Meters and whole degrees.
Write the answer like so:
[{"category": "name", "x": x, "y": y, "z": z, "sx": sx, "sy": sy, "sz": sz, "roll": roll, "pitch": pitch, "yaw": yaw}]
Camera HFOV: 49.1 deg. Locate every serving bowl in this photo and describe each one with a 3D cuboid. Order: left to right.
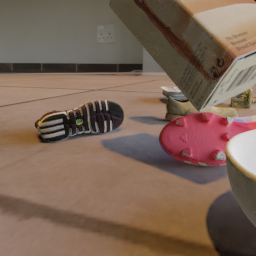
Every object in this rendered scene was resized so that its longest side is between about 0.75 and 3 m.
[{"category": "serving bowl", "x": 2.381, "y": 0.742, "z": 2.586, "sx": 2.881, "sy": 0.947, "sz": 2.881, "roll": 0, "pitch": 13, "yaw": 0}]

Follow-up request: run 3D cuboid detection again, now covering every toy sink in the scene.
[{"category": "toy sink", "x": 4.549, "y": -1.244, "z": 11.345, "sx": 0.658, "sy": 0.766, "sz": 1.175, "roll": 3, "pitch": 15, "yaw": 12}]

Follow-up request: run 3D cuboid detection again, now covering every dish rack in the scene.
[{"category": "dish rack", "x": 2.952, "y": -1.529, "z": 12.898, "sx": 2.774, "sy": 0.604, "sz": 2.381, "roll": -1, "pitch": 13, "yaw": -2}]

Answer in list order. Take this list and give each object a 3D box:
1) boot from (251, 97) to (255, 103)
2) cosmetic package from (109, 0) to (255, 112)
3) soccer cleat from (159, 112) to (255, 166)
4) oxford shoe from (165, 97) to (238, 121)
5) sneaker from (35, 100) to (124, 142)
[{"category": "boot", "x": 5.562, "y": -1.211, "z": 12.256, "sx": 0.816, "sy": 0.308, "sz": 0.932, "roll": -6, "pitch": 6, "yaw": 40}, {"category": "cosmetic package", "x": 1.016, "y": -1.800, "z": 4.621, "sx": 1.422, "sy": 1.200, "sz": 2.750, "roll": -25, "pitch": 66, "yaw": -26}, {"category": "soccer cleat", "x": 2.017, "y": 0.207, "z": 5.353, "sx": 2.986, "sy": 0.996, "sz": 1.142, "roll": -8, "pitch": -17, "yaw": -8}, {"category": "oxford shoe", "x": 2.222, "y": -0.585, "z": 8.477, "sx": 2.163, "sy": 0.798, "sz": 0.766, "roll": 1, "pitch": 13, "yaw": 6}, {"category": "sneaker", "x": -1.316, "y": -0.290, "z": 7.224, "sx": 2.261, "sy": 0.855, "sz": 1.306, "roll": -10, "pitch": 14, "yaw": -33}]
